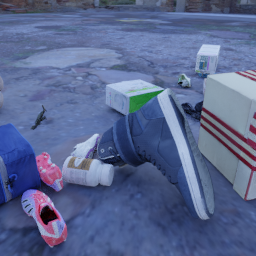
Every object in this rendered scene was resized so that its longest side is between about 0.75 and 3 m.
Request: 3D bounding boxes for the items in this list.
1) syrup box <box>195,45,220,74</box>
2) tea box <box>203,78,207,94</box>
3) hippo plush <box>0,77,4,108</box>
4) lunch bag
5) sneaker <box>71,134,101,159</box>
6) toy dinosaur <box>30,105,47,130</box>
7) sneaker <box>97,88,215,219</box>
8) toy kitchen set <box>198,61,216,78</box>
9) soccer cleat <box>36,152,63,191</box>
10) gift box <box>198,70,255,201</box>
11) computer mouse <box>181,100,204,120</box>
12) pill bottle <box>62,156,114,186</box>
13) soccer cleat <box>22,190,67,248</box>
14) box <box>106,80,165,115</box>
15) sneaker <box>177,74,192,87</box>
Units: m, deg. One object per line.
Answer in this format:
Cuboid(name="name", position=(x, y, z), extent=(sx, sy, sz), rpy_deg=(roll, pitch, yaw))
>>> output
Cuboid(name="syrup box", position=(4.024, -3.474, 14.058), extent=(0.974, 0.942, 2.392), rpy_deg=(10, 29, 18))
Cuboid(name="tea box", position=(3.300, -1.508, 10.674), extent=(0.790, 0.536, 0.803), rpy_deg=(3, 28, 8))
Cuboid(name="hippo plush", position=(-5.457, -1.028, 8.984), extent=(2.013, 1.994, 2.504), rpy_deg=(-19, 15, 21))
Cuboid(name="lunch bag", position=(-2.575, 0.750, 5.621), extent=(1.101, 1.131, 1.665), rpy_deg=(-21, 36, -34))
Cuboid(name="sneaker", position=(-1.038, 0.439, 7.016), extent=(0.550, 0.413, 1.104), rpy_deg=(8, 28, 15))
Cuboid(name="toy dinosaur", position=(-2.378, -0.317, 7.684), extent=(0.225, 0.949, 0.418), rpy_deg=(33, 29, -1))
Cuboid(name="sneaker", position=(0.461, 0.740, 5.673), extent=(1.989, 1.046, 2.752), rpy_deg=(-27, 53, 17))
Cuboid(name="toy kitchen set", position=(3.630, -2.604, 12.624), extent=(0.890, 0.713, 0.525), rpy_deg=(13, 29, 24))
Cuboid(name="soccer cleat", position=(-1.773, 0.930, 6.098), extent=(0.482, 0.553, 1.446), rpy_deg=(-28, 20, -24))
Cuboid(name="gift box", position=(2.920, -0.090, 5.873), extent=(2.319, 2.513, 2.346), rpy_deg=(-12, 31, -13))
Cuboid(name="computer mouse", position=(2.673, -0.674, 9.268), extent=(1.635, 0.431, 1.132), rpy_deg=(-22, 34, -15))
Cuboid(name="pill bottle", position=(-0.823, 0.927, 5.897), extent=(0.981, 0.561, 0.561), rpy_deg=(6, 28, 12))
Cuboid(name="soccer cleat", position=(-1.497, 1.425, 4.921), extent=(0.496, 0.569, 1.488), rpy_deg=(-18, 32, -30))
Cuboid(name="box", position=(0.219, -1.066, 9.396), extent=(1.507, 0.729, 1.330), rpy_deg=(-17, 31, -35))
Cuboid(name="sneaker", position=(2.270, -1.995, 11.838), extent=(0.473, 0.411, 1.068), rpy_deg=(-14, 27, -10))
